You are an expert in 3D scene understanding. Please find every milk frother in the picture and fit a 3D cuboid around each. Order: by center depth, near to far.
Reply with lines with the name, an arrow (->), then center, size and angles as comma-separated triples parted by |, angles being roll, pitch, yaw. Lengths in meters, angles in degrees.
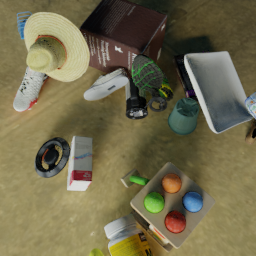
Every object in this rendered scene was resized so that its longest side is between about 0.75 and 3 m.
milk frother -> 0.702, -1.289, 11.476 | 1.582, 1.428, 1.489 | 2, 64, -9

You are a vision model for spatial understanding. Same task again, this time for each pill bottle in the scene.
pill bottle -> 0.114, 3.977, 8.829 | 1.251, 1.251, 2.190 | -21, 65, -10

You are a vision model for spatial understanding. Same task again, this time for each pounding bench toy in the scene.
pounding bench toy -> 0.916, 2.221, 9.138 | 2.931, 2.286, 1.821 | 40, 70, 18

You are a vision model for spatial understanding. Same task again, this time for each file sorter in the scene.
file sorter -> -5.005, -5.063, 13.771 | 0.762, 0.673, 1.098 | -12, 64, -5

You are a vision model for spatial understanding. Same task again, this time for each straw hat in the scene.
straw hat -> -2.786, -2.467, 9.513 | 2.781, 2.781, 1.177 | 23, 47, 11

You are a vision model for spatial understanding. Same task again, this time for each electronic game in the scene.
electronic game -> -2.867, 1.093, 10.550 | 1.621, 0.337, 1.621 | -14, 57, 23

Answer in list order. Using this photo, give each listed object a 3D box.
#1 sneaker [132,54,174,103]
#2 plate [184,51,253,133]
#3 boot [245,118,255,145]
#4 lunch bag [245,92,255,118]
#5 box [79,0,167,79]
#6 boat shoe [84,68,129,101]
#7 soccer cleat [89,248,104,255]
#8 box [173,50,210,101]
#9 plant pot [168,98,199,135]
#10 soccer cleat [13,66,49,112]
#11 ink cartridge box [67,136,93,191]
sneaker -> 0.892, -2.057, 11.218 | 1.091, 2.795, 1.191 | -23, 59, 16
plate -> 2.775, -1.160, 8.627 | 2.422, 0.392, 2.427 | -16, 84, -41
boot -> 5.214, -0.005, 11.269 | 0.528, 0.541, 1.435 | 28, 65, 15
lunch bag -> 3.890, -0.729, 7.898 | 1.085, 0.869, 0.410 | -38, 35, 20
box -> -0.176, -3.756, 12.144 | 2.860, 2.373, 2.348 | 26, 66, 12
boat shoe -> -0.979, -1.880, 11.843 | 2.092, 0.742, 0.730 | -26, 58, 19
soccer cleat -> -0.939, 4.710, 8.733 | 0.584, 0.755, 1.805 | -4, 63, -2
box -> 3.170, -2.361, 12.531 | 1.731, 0.437, 2.421 | -11, 65, -6
plant pot -> 2.262, -0.528, 11.163 | 1.224, 1.199, 1.224 | 0, 62, 0
soccer cleat -> -4.056, -2.012, 11.902 | 0.982, 1.220, 2.863 | 21, 64, 10
ink cartridge box -> -1.740, 1.299, 10.147 | 0.722, 1.245, 1.687 | 8, 62, -17
